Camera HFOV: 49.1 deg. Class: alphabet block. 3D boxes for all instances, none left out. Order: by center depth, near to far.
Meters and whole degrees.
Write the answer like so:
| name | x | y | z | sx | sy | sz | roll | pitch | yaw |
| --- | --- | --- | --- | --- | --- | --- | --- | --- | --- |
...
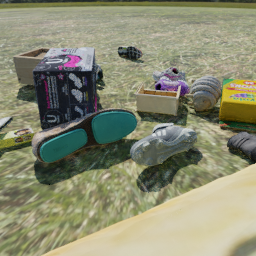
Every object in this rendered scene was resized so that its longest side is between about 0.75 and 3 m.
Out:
| name | x | y | z | sx | sy | sz | roll | pitch | yaw |
| --- | --- | --- | --- | --- | --- | --- | --- | --- | --- |
| alphabet block | 1.172 | 1.989 | 1.210 | 2.886 | 2.834 | 2.819 | -15 | 33 | -27 |

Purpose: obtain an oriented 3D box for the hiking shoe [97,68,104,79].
| name | x | y | z | sx | sy | sz | roll | pitch | yaw |
| --- | --- | --- | --- | --- | --- | --- | --- | --- | --- |
| hiking shoe | -1.478 | -2.247 | 11.741 | 0.579 | 0.497 | 1.336 | -23 | 25 | -25 |

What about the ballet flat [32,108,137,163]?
| name | x | y | z | sx | sy | sz | roll | pitch | yaw |
| --- | --- | --- | --- | --- | --- | --- | --- | --- | --- |
| ballet flat | -1.080 | 0.029 | 6.978 | 2.751 | 0.936 | 0.925 | -17 | 24 | -30 |

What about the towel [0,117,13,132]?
| name | x | y | z | sx | sy | sz | roll | pitch | yaw |
| --- | --- | --- | --- | --- | --- | --- | --- | --- | --- |
| towel | -3.730 | 0.127 | 7.107 | 1.241 | 0.223 | 1.289 | -14 | 25 | 11 |

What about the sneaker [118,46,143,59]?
| name | x | y | z | sx | sy | sz | roll | pitch | yaw |
| --- | --- | --- | --- | --- | --- | --- | --- | --- | --- |
| sneaker | 0.208 | -4.117 | 15.005 | 0.741 | 0.672 | 1.744 | -18 | 33 | -39 |

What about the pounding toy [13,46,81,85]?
| name | x | y | z | sx | sy | sz | roll | pitch | yaw |
| --- | --- | --- | --- | --- | --- | --- | --- | --- | --- |
| pounding toy | -2.576 | -2.427 | 11.098 | 2.686 | 1.229 | 2.360 | 10 | 30 | 22 |

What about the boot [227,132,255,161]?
| name | x | y | z | sx | sy | sz | roll | pitch | yaw |
| --- | --- | --- | --- | --- | --- | --- | --- | --- | --- |
| boot | 3.246 | 0.309 | 6.879 | 1.462 | 0.510 | 0.962 | -9 | 24 | -25 |

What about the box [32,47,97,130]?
| name | x | y | z | sx | sy | sz | roll | pitch | yaw |
| --- | --- | --- | --- | --- | --- | --- | --- | --- | --- |
| box | -1.764 | -1.315 | 8.497 | 1.551 | 1.786 | 2.703 | -2 | 28 | -5 |

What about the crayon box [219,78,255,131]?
| name | x | y | z | sx | sy | sz | roll | pitch | yaw |
| --- | --- | --- | --- | --- | --- | --- | --- | --- | --- |
| crayon box | 3.769 | -0.774 | 8.670 | 1.721 | 0.688 | 2.710 | 8 | 30 | 15 |

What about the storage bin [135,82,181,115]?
| name | x | y | z | sx | sy | sz | roll | pitch | yaw |
| --- | --- | --- | --- | --- | --- | --- | --- | --- | --- |
| storage bin | 1.006 | -1.010 | 9.173 | 1.335 | 0.625 | 1.325 | 6 | 29 | 12 |

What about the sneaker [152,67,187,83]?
| name | x | y | z | sx | sy | sz | roll | pitch | yaw |
| --- | --- | --- | --- | --- | --- | --- | --- | --- | --- |
| sneaker | 1.680 | -2.119 | 11.170 | 1.580 | 0.697 | 0.643 | 21 | 34 | 33 |

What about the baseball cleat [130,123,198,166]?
| name | x | y | z | sx | sy | sz | roll | pitch | yaw |
| --- | --- | --- | --- | --- | --- | --- | --- | --- | --- |
| baseball cleat | 0.707 | 0.363 | 6.691 | 2.013 | 0.702 | 1.071 | -8 | 22 | -36 |

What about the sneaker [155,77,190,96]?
| name | x | y | z | sx | sy | sz | roll | pitch | yaw |
| --- | --- | --- | --- | --- | --- | --- | --- | --- | --- |
| sneaker | 1.530 | -1.406 | 10.057 | 0.647 | 0.589 | 1.465 | -29 | 35 | -32 |

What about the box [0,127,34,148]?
| name | x | y | z | sx | sy | sz | roll | pitch | yaw |
| --- | --- | --- | --- | --- | --- | --- | --- | --- | --- |
| box | -2.943 | 0.259 | 7.194 | 0.987 | 0.247 | 0.371 | -16 | 31 | -26 |

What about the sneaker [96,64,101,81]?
| name | x | y | z | sx | sy | sz | roll | pitch | yaw |
| --- | --- | --- | --- | --- | --- | --- | --- | --- | --- |
| sneaker | -1.359 | -2.153 | 11.055 | 0.306 | 0.828 | 0.328 | 9 | -8 | 40 |

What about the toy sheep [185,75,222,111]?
| name | x | y | z | sx | sy | sz | roll | pitch | yaw |
| --- | --- | --- | --- | --- | --- | --- | --- | --- | --- |
| toy sheep | 2.496 | -1.181 | 9.059 | 1.081 | 1.081 | 1.568 | 13 | 61 | 23 |
